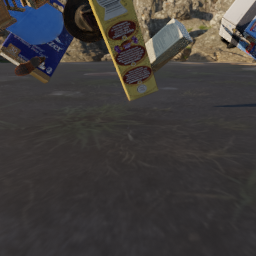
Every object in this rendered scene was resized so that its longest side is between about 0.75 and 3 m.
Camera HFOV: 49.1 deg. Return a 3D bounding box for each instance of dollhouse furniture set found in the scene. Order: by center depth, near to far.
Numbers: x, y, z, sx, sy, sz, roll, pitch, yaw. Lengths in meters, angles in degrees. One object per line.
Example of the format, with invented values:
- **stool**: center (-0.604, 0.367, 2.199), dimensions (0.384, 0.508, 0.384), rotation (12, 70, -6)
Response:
- **dollhouse furniture set**: center (-2.426, -2.885, 5.097), dimensions (0.889, 1.598, 1.414), rotation (33, 63, 26)

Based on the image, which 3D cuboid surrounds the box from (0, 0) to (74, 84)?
- **box**: center (-2.891, -3.285, 9.743), dimensions (1.800, 2.972, 0.482), rotation (33, -20, -27)

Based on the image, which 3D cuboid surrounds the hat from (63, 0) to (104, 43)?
- **hat**: center (-0.885, -2.535, 6.520), dimensions (1.200, 1.200, 0.484), rotation (-7, 26, -23)

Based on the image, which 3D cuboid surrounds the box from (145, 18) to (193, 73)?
- **box**: center (1.447, -3.280, 11.342), dimensions (2.070, 0.983, 0.805), rotation (-34, -25, 34)

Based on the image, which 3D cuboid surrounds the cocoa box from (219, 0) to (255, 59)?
- **cocoa box**: center (3.697, -3.129, 7.176), dimensions (1.492, 2.274, 1.516), rotation (39, 10, 10)

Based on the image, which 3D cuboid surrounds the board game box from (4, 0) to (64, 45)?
- **board game box**: center (-2.777, -2.956, 7.637), dimensions (1.935, 1.528, 0.377), rotation (30, -31, -10)

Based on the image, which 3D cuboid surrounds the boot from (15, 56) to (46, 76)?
- **boot**: center (-2.364, -1.511, 6.827), dimensions (0.818, 0.305, 0.396), rotation (-20, 16, 23)

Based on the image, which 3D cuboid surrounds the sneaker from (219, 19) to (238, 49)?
- **sneaker**: center (3.407, -3.258, 9.654), dimensions (0.543, 1.196, 0.454), rotation (-20, -18, -8)

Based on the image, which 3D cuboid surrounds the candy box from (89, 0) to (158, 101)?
- **candy box**: center (-0.166, -2.056, 5.684), dimensions (0.752, 2.665, 1.555), rotation (-20, 43, 6)
